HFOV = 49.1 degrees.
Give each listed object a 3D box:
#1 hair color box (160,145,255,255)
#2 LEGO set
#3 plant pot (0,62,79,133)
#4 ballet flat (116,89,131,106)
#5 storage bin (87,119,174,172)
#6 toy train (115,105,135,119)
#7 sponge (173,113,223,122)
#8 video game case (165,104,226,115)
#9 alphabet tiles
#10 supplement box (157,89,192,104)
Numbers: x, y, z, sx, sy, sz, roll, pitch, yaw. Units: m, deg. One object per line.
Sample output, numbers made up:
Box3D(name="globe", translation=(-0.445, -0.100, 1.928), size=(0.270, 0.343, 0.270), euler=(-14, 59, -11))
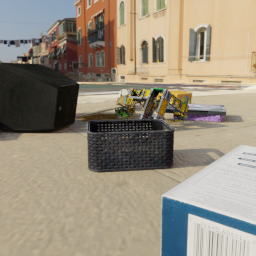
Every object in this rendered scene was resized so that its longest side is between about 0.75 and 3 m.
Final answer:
Box3D(name="hair color box", translation=(1.762, 0.995, 3.814), size=(1.408, 0.852, 2.816), euler=(9, 15, 38))
Box3D(name="LEGO set", translation=(0.957, -0.553, 11.049), size=(2.609, 1.511, 2.006), euler=(14, -12, 37))
Box3D(name="plant pot", translation=(-3.177, -1.025, 10.463), size=(2.132, 2.397, 2.403), euler=(14, 15, 13))
Box3D(name="ballet flat", translation=(-0.199, -1.674, 16.062), size=(0.986, 1.051, 2.907), euler=(1, 12, -2))
Box3D(name="storage bin", translation=(0.014, 0.362, 6.689), size=(1.961, 0.919, 1.326), euler=(-2, 14, -8))
Box3D(name="toy train", translation=(-0.112, -0.752, 13.063), size=(0.356, 0.481, 1.705), euler=(-10, 7, 26))
Box3D(name="sponge", translation=(3.171, -0.566, 12.600), size=(2.055, 0.306, 1.146), euler=(6, 13, 26))
Box3D(name="video game case", translation=(3.047, -0.864, 12.739), size=(2.600, 0.247, 1.857), euler=(2, 12, 16))
Box3D(name="alphabet tiles", translation=(-0.962, -0.828, 12.844), size=(2.310, 0.088, 2.776), euler=(-10, 6, 35))
Box3D(name="supplement box", translation=(2.597, -1.672, 16.221), size=(1.026, 0.992, 2.983), euler=(-4, 12, -18))
